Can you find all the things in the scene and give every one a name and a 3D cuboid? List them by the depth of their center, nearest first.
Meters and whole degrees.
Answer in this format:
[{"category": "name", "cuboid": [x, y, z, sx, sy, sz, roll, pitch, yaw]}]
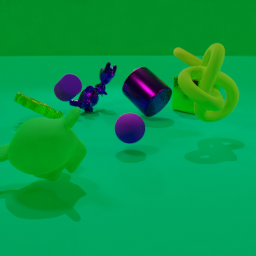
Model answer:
[{"category": "monkey head", "cuboid": [-1.416, 0.200, 4.890, 1.856, 1.118, 1.335, -25, 42, 13]}, {"category": "ball", "cuboid": [0.045, 0.008, 6.446, 0.712, 0.712, 0.712, 0, 16, 0]}, {"category": "knot shape", "cuboid": [2.138, -0.956, 7.135, 0.928, 1.880, 2.009, -2, 45, 40]}, {"category": "gear", "cuboid": [-2.842, -0.673, 8.993, 1.543, 0.285, 1.543, 26, 0, 0]}, {"category": "cylinder", "cuboid": [0.642, -1.223, 9.513, 1.243, 1.243, 1.243, -17, 54, -45]}, {"category": "cylinder", "cuboid": [-2.063, -1.370, 9.614, 0.765, 0.765, 0.765, -12, -6, -35]}, {"category": "monkey head", "cuboid": [-1.597, -1.097, 10.338, 1.047, 0.877, 1.456, 12, -12, -8]}, {"category": "cube", "cuboid": [2.589, -1.304, 10.679, 1.283, 1.283, 1.283, -11, 19, -36]}, {"category": "ring", "cuboid": [2.536, -2.538, 10.722, 1.779, 0.356, 1.779, 27, 20, -11]}, {"category": "cow figurine", "cuboid": [-0.890, -1.853, 10.878, 0.627, 1.123, 1.141, 21, -28, -22]}]
